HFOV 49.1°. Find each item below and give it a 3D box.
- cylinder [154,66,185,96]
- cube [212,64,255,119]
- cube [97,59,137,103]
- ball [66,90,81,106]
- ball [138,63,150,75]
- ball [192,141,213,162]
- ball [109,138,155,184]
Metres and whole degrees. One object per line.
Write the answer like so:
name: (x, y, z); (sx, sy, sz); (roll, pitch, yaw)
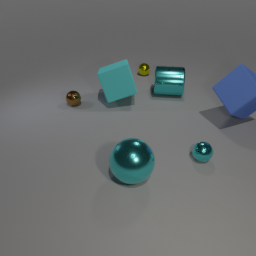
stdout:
cylinder: (2.016, -2.300, 13.709); (1.400, 1.400, 1.400); (4, 33, 6)
cube: (4.451, -1.373, 10.875); (1.400, 1.400, 1.400); (8, 49, -47)
cube: (-0.474, -2.169, 12.805); (1.400, 1.400, 1.400); (-18, 21, 5)
ball: (-2.514, -1.377, 12.902); (0.700, 0.700, 0.700); (0, 33, 0)
ball: (0.922, -3.356, 16.005); (0.700, 0.700, 0.700); (0, 33, 0)
ball: (2.542, 0.807, 9.532); (0.700, 0.700, 0.700); (0, 33, 0)
ball: (0.124, 1.004, 8.561); (1.400, 1.400, 1.400); (0, 33, 0)
